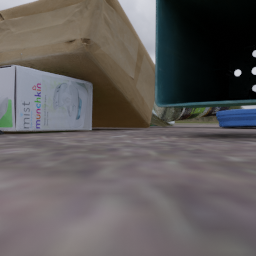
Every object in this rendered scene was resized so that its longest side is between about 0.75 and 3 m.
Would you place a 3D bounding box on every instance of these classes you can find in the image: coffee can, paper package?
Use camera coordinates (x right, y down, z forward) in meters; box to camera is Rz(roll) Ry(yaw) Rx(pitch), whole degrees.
[{"bbox_3d":[1.845,-0.957,8.060,1.926,1.410,1.410,-8,5,-31],"label":"coffee can"},{"bbox_3d":[-1.001,-1.190,5.767,2.656,1.441,2.786,1,-23,28],"label":"paper package"}]

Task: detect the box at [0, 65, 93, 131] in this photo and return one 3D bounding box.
[{"bbox_3d":[-1.712,-0.378,4.355,1.768,0.855,1.560,1,1,28],"label":"box"}]

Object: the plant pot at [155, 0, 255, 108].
[{"bbox_3d":[1.243,-0.786,3.144,1.205,1.204,1.704,0,-1,35],"label":"plant pot"}]

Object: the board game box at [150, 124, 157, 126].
[{"bbox_3d":[0.693,-0.164,11.600,1.626,0.191,0.852,-1,-1,-41],"label":"board game box"}]

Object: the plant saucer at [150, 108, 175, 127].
[{"bbox_3d":[0.527,-0.699,9.343,2.271,0.570,2.271,37,17,-13],"label":"plant saucer"}]

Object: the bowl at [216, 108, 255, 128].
[{"bbox_3d":[3.257,-0.220,6.894,2.072,0.407,2.072,0,0,0],"label":"bowl"}]

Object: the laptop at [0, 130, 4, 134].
[{"bbox_3d":[-2.554,0.048,2.781,1.674,0.970,1.568,-29,-9,17],"label":"laptop"}]
